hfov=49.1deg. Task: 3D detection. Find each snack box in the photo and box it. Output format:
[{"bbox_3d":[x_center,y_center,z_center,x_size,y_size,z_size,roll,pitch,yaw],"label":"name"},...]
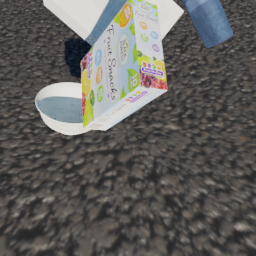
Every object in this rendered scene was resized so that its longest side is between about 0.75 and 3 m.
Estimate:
[{"bbox_3d":[-0.191,-0.863,4.424,0.501,1.891,1.345,4,72,-31],"label":"snack box"}]

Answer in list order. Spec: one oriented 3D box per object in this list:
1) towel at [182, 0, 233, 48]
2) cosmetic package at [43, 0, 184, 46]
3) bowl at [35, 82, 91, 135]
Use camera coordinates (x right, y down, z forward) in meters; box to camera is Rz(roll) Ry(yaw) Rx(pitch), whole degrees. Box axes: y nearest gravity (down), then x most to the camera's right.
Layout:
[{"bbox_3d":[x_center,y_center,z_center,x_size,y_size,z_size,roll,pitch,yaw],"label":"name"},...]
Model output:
[{"bbox_3d":[1.884,-3.161,7.073,0.534,2.201,1.229,-31,12,1],"label":"towel"},{"bbox_3d":[-0.343,-3.107,7.270,2.910,0.752,2.194,40,77,-8],"label":"cosmetic package"},{"bbox_3d":[-1.340,-0.354,6.642,1.631,0.733,1.631,7,39,-6],"label":"bowl"}]
